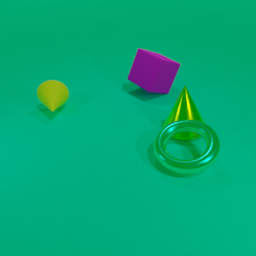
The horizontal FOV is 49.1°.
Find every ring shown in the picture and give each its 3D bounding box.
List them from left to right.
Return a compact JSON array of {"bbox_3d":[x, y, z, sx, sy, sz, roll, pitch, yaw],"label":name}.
[{"bbox_3d":[1.515,0.444,7.291,1.714,0.343,1.714,-8,46,8],"label":"ring"}]

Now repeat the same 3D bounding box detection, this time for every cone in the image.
[{"bbox_3d":[-2.504,-0.856,9.329,1.076,1.076,1.080,-6,39,-9],"label":"cone"},{"bbox_3d":[1.702,-0.608,8.400,1.401,1.406,1.401,-4,27,2],"label":"cone"}]

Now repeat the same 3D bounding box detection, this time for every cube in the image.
[{"bbox_3d":[0.975,-2.139,10.648,1.249,1.249,1.249,-3,32,-47],"label":"cube"}]
